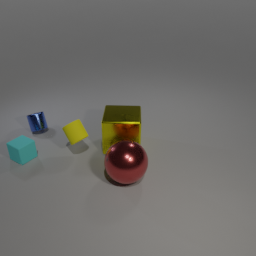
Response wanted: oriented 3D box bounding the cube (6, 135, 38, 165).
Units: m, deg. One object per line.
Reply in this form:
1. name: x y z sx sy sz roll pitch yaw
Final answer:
1. cube: -3.807 0.786 10.084 0.700 0.700 0.700 19 35 29

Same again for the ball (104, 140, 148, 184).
1. ball: -0.055 1.072 8.907 1.400 1.400 1.400 0 30 0

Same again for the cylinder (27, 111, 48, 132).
1. cylinder: -3.793 -0.272 11.711 0.700 0.700 0.700 -13 10 2

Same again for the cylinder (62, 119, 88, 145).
1. cylinder: -1.883 0.148 10.031 0.700 0.700 0.700 -29 1 0

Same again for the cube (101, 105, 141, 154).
1. cube: -0.217 0.057 10.620 1.400 1.400 1.400 1 30 1
